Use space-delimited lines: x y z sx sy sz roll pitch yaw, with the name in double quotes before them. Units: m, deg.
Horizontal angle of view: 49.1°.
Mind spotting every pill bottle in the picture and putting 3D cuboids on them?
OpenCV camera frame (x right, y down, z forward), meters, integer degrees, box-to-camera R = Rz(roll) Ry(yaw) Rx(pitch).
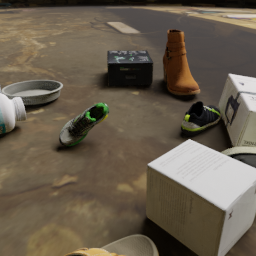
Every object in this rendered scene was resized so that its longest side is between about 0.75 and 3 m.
"pill bottle" -4.130 -0.328 8.111 2.127 1.178 1.178 -17 33 -27

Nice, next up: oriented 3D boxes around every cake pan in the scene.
"cake pan" -3.599 -1.372 10.686 2.216 0.406 2.216 -1 24 0

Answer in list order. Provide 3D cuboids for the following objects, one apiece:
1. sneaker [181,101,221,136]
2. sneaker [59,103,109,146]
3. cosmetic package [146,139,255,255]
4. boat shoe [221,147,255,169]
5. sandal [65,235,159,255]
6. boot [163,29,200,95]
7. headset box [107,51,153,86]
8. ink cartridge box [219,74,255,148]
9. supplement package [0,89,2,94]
"sneaker" 2.354 -0.456 8.709 0.727 0.839 2.027 20 35 33
"sneaker" -1.245 -0.155 7.704 1.669 0.651 0.711 -43 -2 -6
"cosmetic package" 1.328 1.242 5.102 1.303 1.304 1.581 -24 36 -36
"boat shoe" 3.362 0.970 6.117 2.860 1.046 0.896 2 60 -14
"sandal" -0.752 2.183 3.972 2.725 0.736 1.094 -11 31 -20
"boot" 2.162 -2.709 11.360 1.113 2.253 2.903 -3 29 -6
"headset box" 0.045 -2.743 12.689 1.957 1.043 2.248 -2 29 -5
"ink cartridge box" 3.946 -0.369 7.900 2.120 1.235 2.928 11 29 3
"supplement package" -5.178 -1.218 9.607 1.353 1.303 2.378 -16 33 -29
